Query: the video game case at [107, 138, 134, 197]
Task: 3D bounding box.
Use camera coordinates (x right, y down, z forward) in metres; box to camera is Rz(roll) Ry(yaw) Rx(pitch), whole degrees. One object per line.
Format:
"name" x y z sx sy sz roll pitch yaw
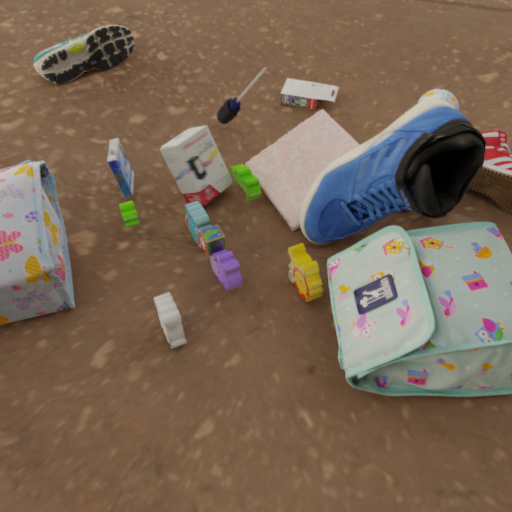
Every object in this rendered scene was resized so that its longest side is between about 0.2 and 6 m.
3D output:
"video game case" -2.779 -1.818 11.549 0.208 0.916 0.830 -15 43 2

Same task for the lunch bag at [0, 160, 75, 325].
"lunch bag" -4.652 -0.272 9.837 2.454 1.840 2.894 -15 60 -11

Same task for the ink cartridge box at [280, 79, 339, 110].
"ink cartridge box" 1.344 -4.046 14.115 1.363 0.343 0.742 12 50 9

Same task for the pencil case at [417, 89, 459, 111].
"pencil case" 3.822 -2.761 12.502 0.971 1.059 2.335 18 50 17

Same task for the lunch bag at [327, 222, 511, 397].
"lunch bag" 2.633 0.852 8.834 2.923 1.782 2.490 -3 48 -1

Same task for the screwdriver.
"screwdriver" -0.359 -3.372 11.910 0.431 2.961 0.413 -26 94 -15

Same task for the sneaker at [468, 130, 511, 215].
"sneaker" 5.288 -1.756 11.718 2.603 0.927 1.464 34 55 22

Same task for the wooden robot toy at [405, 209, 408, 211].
"wooden robot toy" 3.306 -1.496 11.745 0.912 0.885 2.009 -1 45 -52

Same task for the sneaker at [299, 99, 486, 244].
"sneaker" 2.312 -1.140 9.774 3.504 1.345 1.949 -37 30 14

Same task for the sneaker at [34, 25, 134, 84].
"sneaker" -4.628 -5.561 15.030 2.781 1.078 1.107 -27 45 -22

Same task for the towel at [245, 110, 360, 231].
"towel" 1.116 -1.803 11.630 2.158 0.348 2.061 -35 60 -1

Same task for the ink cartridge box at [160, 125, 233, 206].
"ink cartridge box" -1.197 -1.826 11.395 0.556 1.343 0.978 1 36 44

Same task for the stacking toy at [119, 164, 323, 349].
"stacking toy" -0.815 -0.186 10.441 2.778 0.866 3.684 -19 48 -15
